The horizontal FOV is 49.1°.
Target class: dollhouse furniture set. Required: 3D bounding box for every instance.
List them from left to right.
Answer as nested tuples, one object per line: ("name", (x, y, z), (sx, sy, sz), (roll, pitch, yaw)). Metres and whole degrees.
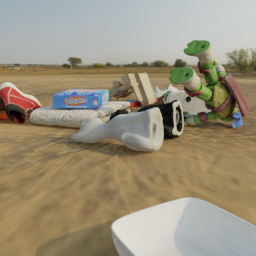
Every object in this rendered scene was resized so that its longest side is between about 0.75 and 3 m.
("dollhouse furniture set", (-0.320, -1.160, 11.591), (2.642, 1.290, 2.253), (-21, 0, 30))

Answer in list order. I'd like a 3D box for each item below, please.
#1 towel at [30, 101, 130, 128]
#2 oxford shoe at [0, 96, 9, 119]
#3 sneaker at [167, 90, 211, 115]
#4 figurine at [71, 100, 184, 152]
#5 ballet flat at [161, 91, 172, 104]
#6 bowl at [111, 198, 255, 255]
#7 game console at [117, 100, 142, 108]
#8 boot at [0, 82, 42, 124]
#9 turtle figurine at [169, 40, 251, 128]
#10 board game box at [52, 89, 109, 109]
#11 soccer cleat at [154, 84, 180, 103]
("towel", (-1.224, -0.502, 8.308), (1.889, 0.491, 2.850), (4, 13, 20))
("oxford shoe", (-4.102, -0.648, 7.772), (0.972, 0.994, 2.726), (2, 12, 8))
("sneaker", (2.171, -0.774, 9.150), (2.195, 0.802, 1.228), (6, 8, -11))
("figurine", (-0.005, -0.039, 5.881), (1.837, 0.810, 1.883), (-2, 10, 30))
("ballet flat", (1.771, -1.049, 10.922), (0.675, 0.675, 1.819), (-3, 11, -13))
("bowl", (0.467, 0.923, 2.029), (0.979, 0.366, 0.980), (-8, 14, -32))
("game console", (-0.129, -1.016, 11.385), (1.130, 0.198, 1.277), (8, 14, 31))
("boot", (-3.014, -0.467, 8.201), (0.601, 1.197, 1.660), (-33, -27, 7))
("turtle figurine", (1.777, -1.056, 7.342), (1.781, 2.399, 2.474), (-35, 46, 12))
("board game box", (-1.288, -0.857, 8.027), (1.246, 0.369, 1.638), (1, 13, 4))
("soccer cleat", (2.000, -1.487, 12.126), (1.874, 0.798, 0.643), (-2, 13, -6))
